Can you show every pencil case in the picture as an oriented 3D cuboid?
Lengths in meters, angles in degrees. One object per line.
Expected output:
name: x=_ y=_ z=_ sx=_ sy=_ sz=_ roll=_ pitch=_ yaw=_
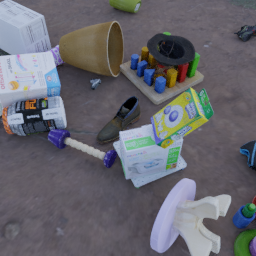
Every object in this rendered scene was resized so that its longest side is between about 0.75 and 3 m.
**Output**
pencil case: x=-4.025 y=-3.247 z=13.396 sx=2.212 sy=0.928 sz=0.946 roll=-30 pitch=73 yaw=-23

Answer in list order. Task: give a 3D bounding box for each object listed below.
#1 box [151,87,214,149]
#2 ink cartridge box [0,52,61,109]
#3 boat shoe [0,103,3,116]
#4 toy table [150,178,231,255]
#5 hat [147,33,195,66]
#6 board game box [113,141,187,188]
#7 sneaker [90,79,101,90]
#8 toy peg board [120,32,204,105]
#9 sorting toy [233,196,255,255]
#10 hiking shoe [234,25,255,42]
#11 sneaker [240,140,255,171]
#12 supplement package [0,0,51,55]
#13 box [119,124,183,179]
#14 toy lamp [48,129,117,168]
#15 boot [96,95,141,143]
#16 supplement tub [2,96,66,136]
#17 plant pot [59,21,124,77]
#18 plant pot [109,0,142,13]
box: x=1.499 y=-0.316 z=7.985 sx=0.449 sy=1.858 sz=1.090 roll=28 pitch=39 yaw=-35
ink cartridge box: x=-4.201 y=-1.801 z=11.215 sx=2.597 sy=1.626 sz=1.669 roll=-12 pitch=72 yaw=-21
boat shoe: x=-5.381 y=-1.227 z=12.018 sx=0.719 sy=0.847 sz=2.327 roll=-14 pitch=40 yaw=50
toy table: x=1.849 y=2.609 z=7.880 sx=1.418 sy=2.226 sz=2.422 roll=13 pitch=54 yaw=33
hat: x=1.813 y=-3.193 z=12.262 sx=2.138 sy=0.863 sz=2.138 roll=5 pitch=54 yaw=-6
board game box: x=0.761 y=1.020 z=10.255 sx=2.027 sy=0.262 sz=2.027 roll=-20 pitch=53 yaw=-15
sneaker: x=-1.604 y=-2.021 z=12.833 sx=0.455 sy=0.295 sz=0.787 roll=17 pitch=42 yaw=20
toy peg board: x=1.570 y=-2.955 z=12.796 sx=2.873 sy=1.411 sz=2.885 roll=-28 pitch=57 yaw=-22
sorting toy: x=4.029 y=2.823 z=8.161 sx=1.664 sy=1.136 sz=2.769 roll=25 pitch=55 yaw=19
hiking shoe: x=6.719 y=-5.450 z=15.432 sx=1.763 sy=0.668 sz=0.887 roll=-30 pitch=59 yaw=-22
sneaker: x=4.703 y=1.362 z=9.761 sx=0.888 sy=0.793 sz=2.167 roll=-18 pitch=45 yaw=5
supplement package: x=-5.384 y=-4.728 z=13.884 sx=2.688 sy=2.093 sz=1.490 roll=32 pitch=57 yaw=24
box: x=0.712 y=0.726 z=9.262 sx=1.861 sy=1.642 sz=0.900 roll=-11 pitch=51 yaw=-9
toy lamp: x=-1.731 y=0.682 z=10.234 sx=2.620 sy=0.763 sz=0.763 roll=19 pitch=53 yaw=17
boot: x=-0.382 y=-0.380 z=10.881 sx=0.847 sy=1.100 sz=2.269 roll=36 pitch=58 yaw=26
supplement tub: x=-3.558 y=-0.444 z=10.792 sx=2.169 sy=1.329 sz=1.329 roll=-10 pitch=51 yaw=-9
plant pot: x=-1.753 y=-3.669 z=13.005 sx=2.611 sy=2.433 sz=2.433 roll=6 pitch=50 yaw=15
plant pot: x=-0.045 y=-7.733 z=16.985 sx=1.633 sy=1.528 sz=1.528 roll=35 pitch=58 yaw=12
